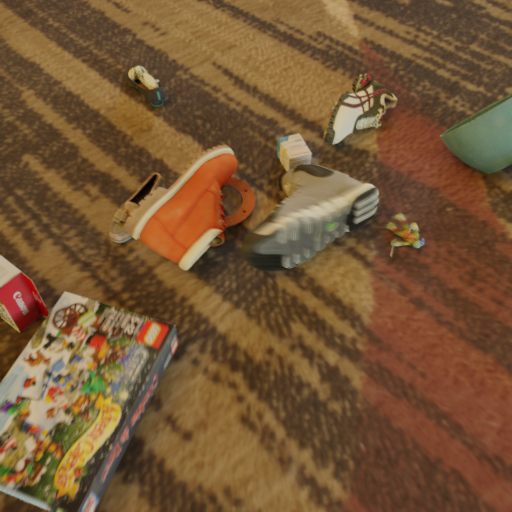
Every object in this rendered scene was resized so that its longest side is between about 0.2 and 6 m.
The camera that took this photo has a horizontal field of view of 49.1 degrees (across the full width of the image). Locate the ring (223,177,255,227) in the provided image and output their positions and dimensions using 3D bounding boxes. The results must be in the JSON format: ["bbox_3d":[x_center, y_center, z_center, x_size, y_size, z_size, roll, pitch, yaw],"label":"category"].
[{"bbox_3d":[-0.780,-1.176,12.270,1.532,0.147,1.532,-1,51,1],"label":"ring"}]

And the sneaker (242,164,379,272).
[{"bbox_3d":[0.753,-0.944,11.571,3.295,1.236,1.903,-24,48,-26],"label":"sneaker"}]

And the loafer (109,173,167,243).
[{"bbox_3d":[-2.552,-1.068,11.897,0.649,0.568,1.806,20,53,20],"label":"loafer"}]

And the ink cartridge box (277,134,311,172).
[{"bbox_3d":[0.875,-2.335,12.923,0.547,0.545,0.746,-15,53,-12],"label":"ink cartridge box"}]

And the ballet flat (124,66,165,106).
[{"bbox_3d":[-2.943,-4.602,14.682,0.643,0.643,1.761,-29,57,-21],"label":"ballet flat"}]

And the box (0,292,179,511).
[{"bbox_3d":[-2.980,2.300,9.172,2.258,0.623,3.306,14,53,14],"label":"box"}]

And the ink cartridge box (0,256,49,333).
[{"bbox_3d":[-4.388,0.701,10.004,1.197,1.363,0.572,31,58,22],"label":"ink cartridge box"}]

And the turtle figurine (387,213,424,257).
[{"bbox_3d":[2.976,-0.490,11.427,0.826,0.594,0.800,-10,45,-21],"label":"turtle figurine"}]

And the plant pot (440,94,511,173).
[{"bbox_3d":[5.318,-2.630,12.536,1.927,1.927,1.298,-32,94,-23],"label":"plant pot"}]

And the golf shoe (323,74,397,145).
[{"bbox_3d":[2.524,-3.488,13.600,1.132,0.993,2.571,31,58,12],"label":"golf shoe"}]

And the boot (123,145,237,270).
[{"bbox_3d":[-1.088,-1.010,11.556,1.657,1.159,3.090,37,57,4],"label":"boot"}]
